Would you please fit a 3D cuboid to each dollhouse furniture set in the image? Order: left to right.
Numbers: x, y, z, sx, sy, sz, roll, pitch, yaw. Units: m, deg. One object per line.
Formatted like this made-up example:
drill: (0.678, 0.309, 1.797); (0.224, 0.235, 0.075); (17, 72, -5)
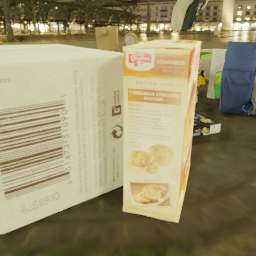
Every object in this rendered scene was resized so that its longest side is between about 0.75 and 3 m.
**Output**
dollhouse furniture set: (-0.670, -2.899, 11.308); (2.696, 2.310, 2.835); (4, 21, 23)

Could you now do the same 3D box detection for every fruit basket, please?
fruit basket: (3.559, -1.779, 9.457); (1.560, 1.684, 0.789); (8, 6, 22)

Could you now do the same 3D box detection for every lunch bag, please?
lunch bag: (3.482, -1.385, 7.955); (1.514, 1.555, 2.289); (6, 50, 21)

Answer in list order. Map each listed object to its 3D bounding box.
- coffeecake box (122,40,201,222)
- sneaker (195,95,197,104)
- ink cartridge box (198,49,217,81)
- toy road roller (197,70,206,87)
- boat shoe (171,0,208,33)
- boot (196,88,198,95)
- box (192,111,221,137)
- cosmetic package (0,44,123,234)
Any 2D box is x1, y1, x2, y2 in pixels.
coffeecake box: (0.535, -0.111, 4.108); (0.806, 2.206, 1.693); (6, 21, 16)
sneaker: (1.450, -1.144, 9.050); (1.625, 0.616, 0.854); (17, 42, 12)
ink cartridge box: (3.427, -2.951, 11.886); (1.833, 0.940, 2.480); (3, -16, 9)
toy road roller: (2.932, -1.989, 11.812); (0.574, 0.682, 0.934); (17, 63, 39)
boat shoe: (1.341, -2.608, 5.699); (0.514, 1.662, 0.622); (-9, 62, -12)
boot: (2.034, -1.416, 9.804); (0.523, 0.747, 1.394); (11, 20, 41)
box: (1.452, -0.108, 6.912); (1.172, 0.293, 1.180); (-6, 21, -19)
cosmetic package: (-1.488, -0.194, 4.494); (2.089, 2.087, 2.532); (-15, 26, -35)
